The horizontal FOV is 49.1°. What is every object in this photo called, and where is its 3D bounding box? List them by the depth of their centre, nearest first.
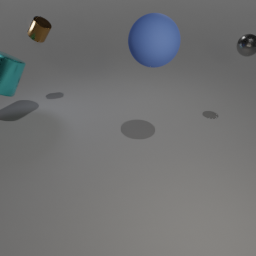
[{"bbox_3d":[0.701,-2.343,7.537,1.400,1.400,1.400,0,30,0],"label":"ball"},{"bbox_3d":[3.874,-2.666,9.036,0.700,0.700,0.700,0,30,0],"label":"ball"},{"bbox_3d":[-4.833,-2.109,10.695,1.400,1.400,1.400,24,9,-4],"label":"cylinder"},{"bbox_3d":[-3.390,-3.771,10.733,0.700,0.700,0.700,26,40,-24],"label":"cylinder"}]
